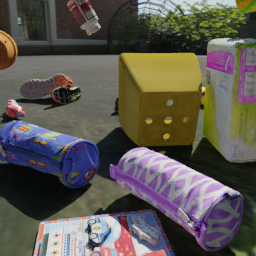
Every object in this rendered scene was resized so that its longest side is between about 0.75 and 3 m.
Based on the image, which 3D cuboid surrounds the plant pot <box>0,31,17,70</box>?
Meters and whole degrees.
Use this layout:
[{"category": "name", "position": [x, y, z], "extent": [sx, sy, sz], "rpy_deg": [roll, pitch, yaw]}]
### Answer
[{"category": "plant pot", "position": [-4.030, -2.315, 8.451], "extent": [1.245, 1.245, 0.872], "rpy_deg": [-5, 21, -16]}]

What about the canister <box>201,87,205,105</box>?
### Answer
[{"category": "canister", "position": [3.014, -1.274, 11.112], "extent": [1.499, 0.649, 1.113], "rpy_deg": [14, 22, 34]}]

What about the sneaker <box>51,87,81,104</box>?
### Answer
[{"category": "sneaker", "position": [-2.630, -1.315, 11.446], "extent": [0.754, 0.683, 1.775], "rpy_deg": [-2, 7, 23]}]

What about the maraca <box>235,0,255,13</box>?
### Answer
[{"category": "maraca", "position": [2.946, -3.185, 6.184], "extent": [0.817, 1.047, 1.527], "rpy_deg": [20, -15, -9]}]

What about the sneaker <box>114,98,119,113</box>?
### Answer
[{"category": "sneaker", "position": [0.172, -0.816, 9.866], "extent": [1.313, 0.520, 0.495], "rpy_deg": [-1, 16, -7]}]

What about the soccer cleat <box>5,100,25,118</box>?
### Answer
[{"category": "soccer cleat", "position": [-3.822, -0.622, 9.497], "extent": [0.554, 0.483, 1.449], "rpy_deg": [21, 4, -26]}]

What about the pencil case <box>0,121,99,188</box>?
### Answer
[{"category": "pencil case", "position": [-1.623, 0.438, 5.280], "extent": [2.214, 0.864, 0.961], "rpy_deg": [12, 12, 33]}]

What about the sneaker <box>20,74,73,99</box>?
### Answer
[{"category": "sneaker", "position": [-3.486, -1.693, 12.355], "extent": [2.289, 0.888, 1.282], "rpy_deg": [-9, -4, 9]}]

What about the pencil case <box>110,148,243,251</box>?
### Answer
[{"category": "pencil case", "position": [0.603, 0.905, 3.929], "extent": [0.846, 0.830, 1.978], "rpy_deg": [-15, 20, -31]}]

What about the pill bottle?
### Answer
[{"category": "pill bottle", "position": [-1.411, -3.686, 9.185], "extent": [0.662, 1.172, 0.662], "rpy_deg": [-29, 16, 9]}]

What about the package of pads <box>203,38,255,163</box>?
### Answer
[{"category": "package of pads", "position": [2.322, -0.681, 6.165], "extent": [0.840, 2.464, 1.904], "rpy_deg": [-3, 18, -1]}]

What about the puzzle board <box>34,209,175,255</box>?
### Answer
[{"category": "puzzle board", "position": [-0.225, 1.547, 2.954], "extent": [1.609, 0.186, 2.134], "rpy_deg": [-3, 17, -10]}]

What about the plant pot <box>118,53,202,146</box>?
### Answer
[{"category": "plant pot", "position": [0.834, -0.611, 7.097], "extent": [2.072, 2.072, 1.828], "rpy_deg": [-1, 31, -4]}]
